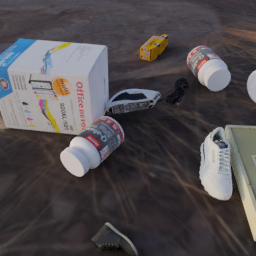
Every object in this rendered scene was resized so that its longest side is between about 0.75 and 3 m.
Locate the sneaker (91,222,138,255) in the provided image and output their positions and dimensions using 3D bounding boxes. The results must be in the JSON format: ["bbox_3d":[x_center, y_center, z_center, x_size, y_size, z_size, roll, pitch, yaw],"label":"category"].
[{"bbox_3d":[-0.237,2.054,4.852,0.835,0.312,0.443,25,50,39],"label":"sneaker"}]

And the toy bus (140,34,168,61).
[{"bbox_3d":[1.107,-3.301,11.363,0.651,0.541,1.662,16,41,20],"label":"toy bus"}]

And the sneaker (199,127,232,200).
[{"bbox_3d":[1.947,0.740,6.059,0.632,0.666,1.654,11,48,-10],"label":"sneaker"}]

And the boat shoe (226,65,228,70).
[{"bbox_3d":[3.362,-2.225,10.196,0.301,0.334,0.927,-10,37,0],"label":"boat shoe"}]

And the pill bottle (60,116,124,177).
[{"bbox_3d":[-0.801,0.411,6.453,0.832,0.832,1.436,22,44,25],"label":"pill bottle"}]

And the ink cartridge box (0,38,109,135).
[{"bbox_3d":[-1.915,-1.113,7.529,2.532,1.864,1.831,6,39,7],"label":"ink cartridge box"}]

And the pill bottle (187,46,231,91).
[{"bbox_3d":[2.691,-1.995,9.364,0.970,0.970,1.674,-6,38,-8],"label":"pill bottle"}]

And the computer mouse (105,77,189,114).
[{"bbox_3d":[0.478,-0.891,7.873,2.304,1.264,0.506,-9,74,-3],"label":"computer mouse"}]

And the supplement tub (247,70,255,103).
[{"bbox_3d":[4.535,-1.353,8.460,1.489,1.083,1.083,-15,41,-17],"label":"supplement tub"}]

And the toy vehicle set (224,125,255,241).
[{"bbox_3d":[3.299,1.013,6.033,1.846,0.394,2.972,3,39,3],"label":"toy vehicle set"}]
